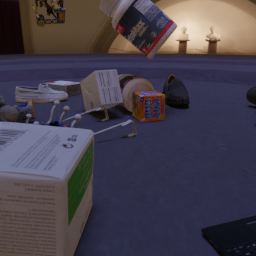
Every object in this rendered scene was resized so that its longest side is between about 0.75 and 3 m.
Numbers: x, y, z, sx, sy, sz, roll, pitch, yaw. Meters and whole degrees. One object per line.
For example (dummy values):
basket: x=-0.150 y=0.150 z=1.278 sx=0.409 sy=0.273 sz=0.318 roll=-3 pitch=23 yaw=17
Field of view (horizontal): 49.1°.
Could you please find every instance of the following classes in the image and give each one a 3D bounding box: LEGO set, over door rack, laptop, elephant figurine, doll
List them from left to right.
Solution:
elephant figurine: x=-3.639 y=-0.202 z=7.537 sx=1.694 sy=1.545 sz=2.184 roll=37 pitch=-4 yaw=-22
doll: x=-4.424 y=-0.482 z=9.230 sx=2.532 sy=0.614 sz=1.728 roll=-9 pitch=18 yaw=-14
LEGO set: x=-1.898 y=-3.028 z=6.691 sx=0.855 sy=1.112 sz=0.644 roll=-1 pitch=-14 yaw=-15
over door rack: x=-1.395 y=-0.241 z=8.083 sx=2.688 sy=0.895 sz=1.986 roll=-10 pitch=21 yaw=-28
laptop: x=2.135 y=1.268 z=3.341 sx=1.673 sy=0.975 sz=1.887 roll=-5 pitch=19 yaw=-18

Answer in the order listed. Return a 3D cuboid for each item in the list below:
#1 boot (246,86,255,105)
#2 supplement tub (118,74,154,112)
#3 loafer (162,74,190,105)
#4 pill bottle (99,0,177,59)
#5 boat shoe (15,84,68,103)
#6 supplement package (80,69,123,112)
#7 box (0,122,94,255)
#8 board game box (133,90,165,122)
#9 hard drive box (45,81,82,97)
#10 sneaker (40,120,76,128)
boot: x=5.031 y=-0.760 z=9.790 sx=2.619 sy=1.045 sz=2.881 roll=13 pitch=29 yaw=40
supplement tub: x=0.122 y=-1.402 z=10.919 sx=1.295 sy=1.295 sz=1.845 roll=-7 pitch=19 yaw=-20
loafer: x=2.016 y=-1.651 z=12.123 sx=1.024 sy=1.017 sz=2.814 roll=-1 pitch=19 yaw=-6
pill bottle: x=0.317 y=-3.801 z=9.824 sx=2.526 sy=1.511 sz=1.511 roll=39 pitch=19 yaw=-5
boat shoe: x=-3.775 y=-1.562 z=12.261 sx=2.225 sy=0.762 sz=0.801 roll=0 pitch=18 yaw=0
supplement package: x=-0.984 y=-1.294 z=10.057 sx=0.847 sy=1.190 sz=1.528 roll=-11 pitch=-1 yaw=-29
box: x=-1.405 y=0.840 z=3.877 sx=1.622 sy=1.389 sz=1.614 roll=6 pitch=19 yaw=3
board game box: x=0.698 y=-0.768 z=9.665 sx=0.876 sy=0.876 sz=0.876 roll=-5 pitch=19 yaw=-16
hard drive box: x=-3.160 y=-1.946 z=13.780 sx=1.428 sy=0.548 sz=1.113 roll=10 pitch=20 yaw=28
sneaker: x=-1.789 y=0.072 z=7.446 sx=0.534 sy=0.556 sz=1.416 roll=11 pitch=9 yaw=29
